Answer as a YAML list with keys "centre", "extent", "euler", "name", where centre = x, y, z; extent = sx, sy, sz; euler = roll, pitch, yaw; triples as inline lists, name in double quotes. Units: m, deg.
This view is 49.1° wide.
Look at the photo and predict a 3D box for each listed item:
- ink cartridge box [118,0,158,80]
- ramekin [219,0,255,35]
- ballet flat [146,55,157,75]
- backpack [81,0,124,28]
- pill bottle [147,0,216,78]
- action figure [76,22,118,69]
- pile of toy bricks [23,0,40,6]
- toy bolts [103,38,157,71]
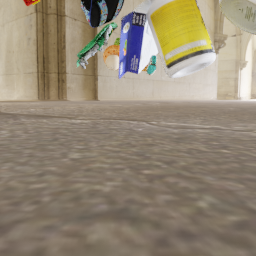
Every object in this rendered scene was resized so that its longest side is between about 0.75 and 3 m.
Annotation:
- centre: [0.542, -3.015, 9.273]
  extent: [0.481, 2.363, 2.368]
  euler: [29, 56, 17]
  name: "ink cartridge box"
- centre: [3.327, -3.276, 7.271]
  extent: [2.038, 0.949, 2.038]
  euler: [35, 4, -3]
  name: "ramekin"
- centre: [0.794, -2.026, 9.250]
  extent: [0.323, 0.854, 0.273]
  euler: [18, -25, 2]
  name: "ballet flat"
- centre: [-0.663, -3.294, 7.055]
  extent: [1.258, 0.927, 1.378]
  euler: [-37, -10, -21]
  name: "backpack"
- centre: [1.351, -2.784, 7.721]
  extent: [1.422, 2.538, 1.422]
  euler: [-18, -3, -1]
  name: "pill bottle"
- centre: [-1.082, -3.185, 10.437]
  extent: [0.599, 2.191, 1.294]
  euler: [39, -17, -12]
  name: "action figure"
- centre: [-1.170, -3.496, 5.787]
  extent: [2.414, 1.339, 1.192]
  euler: [-24, 14, 8]
  name: "pile of toy bricks"
- centre: [0.308, -3.283, 11.745]
  extent: [2.344, 2.454, 1.702]
  euler: [23, 39, -8]
  name: "toy bolts"
